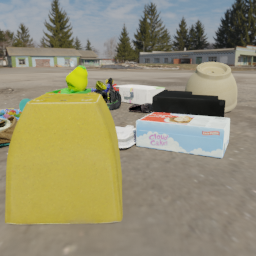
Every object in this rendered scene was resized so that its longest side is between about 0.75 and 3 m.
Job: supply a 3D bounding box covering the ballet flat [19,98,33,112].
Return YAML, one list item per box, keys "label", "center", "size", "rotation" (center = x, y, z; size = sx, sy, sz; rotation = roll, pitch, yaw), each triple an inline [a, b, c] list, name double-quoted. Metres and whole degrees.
- label: "ballet flat"
  center: [-3.813, -0.669, 12.004]
  size: [0.867, 0.867, 2.411]
  rotation: [-14, 24, -43]

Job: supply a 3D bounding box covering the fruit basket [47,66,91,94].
- label: "fruit basket"
  center: [-2.836, -2.000, 14.113]
  size: [1.762, 2.443, 2.443]
  rotation: [4, 15, 16]

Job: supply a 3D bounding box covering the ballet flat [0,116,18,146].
- label: "ballet flat"
  center: [-4.199, 0.205, 7.921]
  size: [0.981, 1.046, 2.893]
  rotation: [7, 16, 27]

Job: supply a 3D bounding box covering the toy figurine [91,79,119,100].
- label: "toy figurine"
  center: [-1.678, -2.070, 17.579]
  size: [1.604, 1.412, 2.677]
  rotation: [-26, -1, 22]

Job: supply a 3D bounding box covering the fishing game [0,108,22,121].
- label: "fishing game"
  center: [-5.224, -0.695, 12.754]
  size: [1.911, 0.415, 2.668]
  rotation: [-11, 21, -40]

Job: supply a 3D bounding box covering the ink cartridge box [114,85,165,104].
- label: "ink cartridge box"
  center: [0.604, -2.031, 16.845]
  size: [2.817, 0.948, 1.650]
  rotation: [14, 20, 42]

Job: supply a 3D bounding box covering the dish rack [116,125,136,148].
- label: "dish rack"
  center: [-0.728, 0.169, 9.077]
  size: [2.116, 0.461, 1.816]
  rotation: [6, 11, 18]

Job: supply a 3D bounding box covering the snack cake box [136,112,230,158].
- label: "snack cake box"
  center: [1.688, 0.135, 8.560]
  size: [2.567, 0.862, 1.476]
  rotation: [6, 17, 25]

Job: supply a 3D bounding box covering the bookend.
- label: "bookend"
  center: [2.509, -0.797, 11.482]
  size: [2.637, 1.223, 2.654]
  rotation: [5, 15, 15]

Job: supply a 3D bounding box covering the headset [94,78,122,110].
- label: "headset"
  center: [-1.150, -1.795, 15.260]
  size: [1.700, 1.294, 2.753]
  rotation: [3, 26, 8]

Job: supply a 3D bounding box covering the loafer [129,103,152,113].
- label: "loafer"
  center: [0.642, -0.946, 13.644]
  size: [1.327, 0.477, 0.418]
  rotation: [-1, 12, 32]

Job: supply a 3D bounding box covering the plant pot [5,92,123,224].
- label: "plant pot"
  center: [-1.080, 0.383, 5.295]
  size: [1.968, 2.013, 1.955]
  rotation: [0, 14, -2]

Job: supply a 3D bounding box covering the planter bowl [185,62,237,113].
- label: "planter bowl"
  center: [4.181, -2.175, 14.016]
  size: [2.698, 1.816, 2.698]
  rotation: [-2, 37, 2]
